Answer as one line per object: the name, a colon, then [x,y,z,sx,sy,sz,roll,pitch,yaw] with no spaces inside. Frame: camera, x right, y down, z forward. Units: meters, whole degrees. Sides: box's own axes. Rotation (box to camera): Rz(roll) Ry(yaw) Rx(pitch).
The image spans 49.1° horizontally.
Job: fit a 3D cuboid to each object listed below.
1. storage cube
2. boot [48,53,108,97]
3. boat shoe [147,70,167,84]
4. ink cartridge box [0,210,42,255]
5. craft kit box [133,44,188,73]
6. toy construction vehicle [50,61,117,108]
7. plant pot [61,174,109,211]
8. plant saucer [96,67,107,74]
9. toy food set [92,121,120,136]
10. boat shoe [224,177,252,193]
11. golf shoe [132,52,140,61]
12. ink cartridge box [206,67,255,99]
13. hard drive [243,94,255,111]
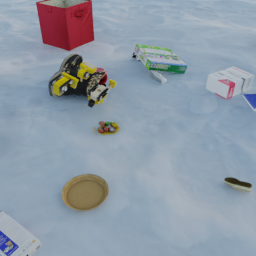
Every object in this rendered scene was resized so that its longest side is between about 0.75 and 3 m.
storage cube: [-3.725,-6.415,17.047,2.761,2.482,2.360,23,42,26]
boot: [-2.025,-2.349,12.729,2.238,1.088,2.972,8,41,13]
boat shoe: [1.407,-2.468,13.515,0.381,0.419,1.140,-24,56,-29]
ink cartridge box: [-2.853,2.637,6.726,1.503,0.279,0.712,25,44,26]
craft kit box: [1.624,-3.565,14.351,2.142,0.520,2.116,0,42,-25]
toy construction vehicle: [-1.694,-1.651,11.133,1.949,0.788,2.239,27,44,8]
plant pot: [-1.194,1.827,7.891,1.321,0.182,1.321,1,36,0]
plant saucer: [-1.460,-2.840,14.135,0.844,0.214,0.844,-1,36,0]
toy food set: [-0.810,-0.049,10.277,1.020,0.333,0.600,-7,37,-9]
boat shoe: [3.149,1.652,8.053,0.791,0.263,0.293,16,38,43]
golf shoe: [0.778,-3.879,15.426,1.246,0.485,0.589,26,65,29]
ink cartridge box: [4.609,-2.078,12.671,1.719,0.725,1.244,-22,42,-26]
hard drive: [5.462,-1.096,11.837,0.769,0.148,1.165,-2,37,-3]
